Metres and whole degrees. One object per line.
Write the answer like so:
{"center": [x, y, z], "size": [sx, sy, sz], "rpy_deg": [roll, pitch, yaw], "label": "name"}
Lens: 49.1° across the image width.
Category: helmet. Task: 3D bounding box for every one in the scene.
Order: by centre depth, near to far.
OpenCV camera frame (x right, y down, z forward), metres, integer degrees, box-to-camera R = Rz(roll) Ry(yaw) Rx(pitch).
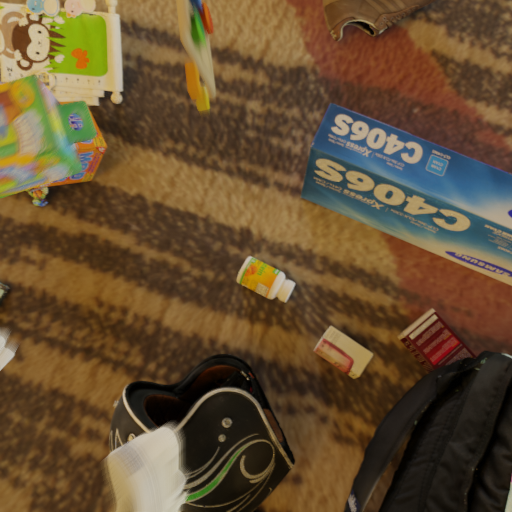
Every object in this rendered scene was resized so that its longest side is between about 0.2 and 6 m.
{"center": [-0.881, 2.764, 8.273], "size": [2.354, 2.469, 2.469], "rpy_deg": [-28, 75, -2], "label": "helmet"}

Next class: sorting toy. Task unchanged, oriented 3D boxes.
{"center": [-0.782, -2.971, 7.885], "size": [0.286, 1.593, 2.138], "rpy_deg": [-10, 73, 7], "label": "sorting toy"}

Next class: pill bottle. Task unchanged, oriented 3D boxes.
{"center": [-3.325, 1.050, 6.727], "size": [0.787, 0.437, 0.437], "rpy_deg": [44, 77, -8], "label": "pill bottle"}
{"center": [0.183, 0.441, 9.910], "size": [0.945, 0.525, 0.525], "rpy_deg": [27, 75, 7], "label": "pill bottle"}

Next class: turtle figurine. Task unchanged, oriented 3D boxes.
{"center": [-4.073, -1.336, 10.334], "size": [0.527, 0.732, 0.710], "rpy_deg": [-11, 62, 38], "label": "turtle figurine"}

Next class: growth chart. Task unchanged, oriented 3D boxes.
{"center": [-4.049, -3.805, 10.718], "size": [3.106, 0.275, 2.247], "rpy_deg": [-8, 114, -3], "label": "growth chart"}

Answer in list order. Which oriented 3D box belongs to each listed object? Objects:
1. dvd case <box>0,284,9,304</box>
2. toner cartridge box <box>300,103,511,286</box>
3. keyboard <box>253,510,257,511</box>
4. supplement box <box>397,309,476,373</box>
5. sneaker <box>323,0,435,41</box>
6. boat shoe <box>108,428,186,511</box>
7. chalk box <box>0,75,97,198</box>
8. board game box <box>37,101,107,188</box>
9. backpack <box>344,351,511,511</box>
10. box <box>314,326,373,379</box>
{"center": [-5.212, 1.016, 9.929], "size": [1.072, 0.162, 1.469], "rpy_deg": [22, 74, 7], "label": "dvd case"}
{"center": [2.968, -0.929, 9.526], "size": [4.343, 2.063, 0.938], "rpy_deg": [23, 75, 7], "label": "toner cartridge box"}
{"center": [-0.248, 5.046, 8.559], "size": [3.816, 0.489, 2.291], "rpy_deg": [35, 76, 9], "label": "keyboard"}
{"center": [3.174, 1.661, 9.599], "size": [0.735, 0.411, 1.350], "rpy_deg": [-36, 76, -11], "label": "supplement box"}
{"center": [2.590, -5.005, 11.534], "size": [2.482, 0.874, 0.937], "rpy_deg": [-10, 100, -6], "label": "sneaker"}
{"center": [-1.061, 2.591, 5.942], "size": [0.726, 2.080, 0.737], "rpy_deg": [-26, 43, -35], "label": "boat shoe"}
{"center": [-2.659, -1.378, 6.460], "size": [1.523, 0.944, 0.951], "rpy_deg": [-20, 85, -3], "label": "chalk box"}
{"center": [-3.539, -2.034, 10.171], "size": [1.067, 1.068, 1.067], "rpy_deg": [-16, 71, -38], "label": "board game box"}
{"center": [3.153, 3.589, 7.734], "size": [2.738, 3.609, 4.325], "rpy_deg": [30, 71, -12], "label": "backpack"}
{"center": [1.470, 1.648, 9.534], "size": [0.856, 0.548, 0.467], "rpy_deg": [34, 76, 10], "label": "box"}
